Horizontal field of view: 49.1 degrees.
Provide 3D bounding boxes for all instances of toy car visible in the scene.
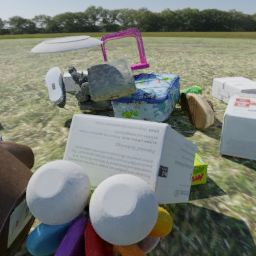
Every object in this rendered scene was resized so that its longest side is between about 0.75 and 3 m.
[{"bbox_3d":[-0.510,1.546,4.051,2.144,1.877,1.608,10,62,16],"label":"toy car"}]

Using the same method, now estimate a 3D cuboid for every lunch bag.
[{"bbox_3d":[0.714,-1.241,10.762,2.235,1.147,2.781,5,31,24],"label":"lunch bag"},{"bbox_3d":[-0.560,-1.540,9.460,1.508,1.081,1.839,-12,32,-1],"label":"lunch bag"}]

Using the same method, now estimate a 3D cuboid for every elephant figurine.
[{"bbox_3d":[-1.487,-1.716,11.669,1.559,1.709,2.203,-19,32,-1],"label":"elephant figurine"}]

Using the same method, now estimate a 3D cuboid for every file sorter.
[{"bbox_3d":[-0.207,-3.198,11.915,1.744,1.574,2.510,-12,13,0],"label":"file sorter"}]

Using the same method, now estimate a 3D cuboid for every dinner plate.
[{"bbox_3d":[-1.944,-2.707,8.929,2.266,0.275,2.266,-4,24,2],"label":"dinner plate"}]

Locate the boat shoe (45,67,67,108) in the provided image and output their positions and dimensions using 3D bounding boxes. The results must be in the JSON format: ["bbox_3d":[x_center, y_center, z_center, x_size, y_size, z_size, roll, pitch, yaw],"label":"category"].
[{"bbox_3d":[-2.646,-1.526,10.586,0.650,0.615,1.813,-23,56,4],"label":"boat shoe"}]

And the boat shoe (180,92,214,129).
[{"bbox_3d":[2.645,-0.765,10.130,0.927,1.024,2.872,-1,21,-3],"label":"boat shoe"}]

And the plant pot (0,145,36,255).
[{"bbox_3d":[-2.971,0.936,4.371,2.924,2.733,2.733,18,24,4],"label":"plant pot"}]

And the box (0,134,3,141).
[{"bbox_3d":[-4.306,0.694,7.341,1.750,0.423,1.386,-5,23,-13],"label":"box"}]

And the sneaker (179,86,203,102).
[{"bbox_3d":[2.421,-1.363,12.038,1.740,0.644,0.727,-3,24,47],"label":"sneaker"}]

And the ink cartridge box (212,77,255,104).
[{"bbox_3d":[4.931,-1.583,12.291,1.557,0.880,2.126,-6,23,-14],"label":"ink cartridge box"}]

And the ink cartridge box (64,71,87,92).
[{"bbox_3d":[-2.084,-2.495,14.608,2.403,0.809,1.407,-4,23,-10],"label":"ink cartridge box"}]

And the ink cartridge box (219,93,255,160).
[{"bbox_3d":[4.369,-0.034,8.017,2.980,1.249,2.616,10,24,22],"label":"ink cartridge box"}]

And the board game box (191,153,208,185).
[{"bbox_3d":[0.993,0.692,7.220,1.120,0.525,2.204,-5,23,-13],"label":"board game box"}]

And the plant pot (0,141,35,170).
[{"bbox_3d":[-2.867,0.784,6.377,1.223,1.223,1.308,16,15,34],"label":"plant pot"}]

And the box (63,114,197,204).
[{"bbox_3d":[0.099,0.617,5.307,1.904,1.245,1.894,7,-8,29],"label":"box"}]
